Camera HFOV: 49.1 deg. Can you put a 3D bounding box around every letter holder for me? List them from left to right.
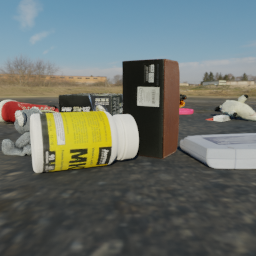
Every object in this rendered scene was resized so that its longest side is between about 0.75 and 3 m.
[{"bbox_3d":[0.736,-0.525,7.007,1.111,2.208,1.570,5,10,32],"label":"letter holder"}]

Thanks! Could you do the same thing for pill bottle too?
[{"bbox_3d":[-0.875,0.233,5.590,1.990,1.137,1.137,-4,9,-21],"label":"pill bottle"}]

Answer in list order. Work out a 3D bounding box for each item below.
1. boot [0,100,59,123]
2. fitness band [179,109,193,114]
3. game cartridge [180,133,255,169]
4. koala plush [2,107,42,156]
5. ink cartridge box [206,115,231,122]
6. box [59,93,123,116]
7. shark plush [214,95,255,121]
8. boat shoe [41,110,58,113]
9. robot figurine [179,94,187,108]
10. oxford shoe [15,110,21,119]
[{"bbox_3d":[-4.354,-0.727,12.677,2.042,1.025,2.831,3,6,12],"label":"boot"},{"bbox_3d":[3.202,-0.993,16.785,1.397,0.261,1.003,-1,9,1],"label":"fitness band"},{"bbox_3d":[2.657,0.477,6.305,2.531,0.517,1.685,-2,5,-11],"label":"game cartridge"},{"bbox_3d":[-2.417,0.055,6.847,1.021,1.111,0.986,3,9,17],"label":"koala plush"},{"bbox_3d":[4.358,-0.490,13.505,0.890,0.223,1.025,10,13,40],"label":"ink cartridge box"},{"bbox_3d":[-1.513,-0.964,13.120,2.393,1.259,2.923,2,9,12],"label":"box"},{"bbox_3d":[5.146,-0.730,13.927,1.092,1.191,2.622,37,-20,-20],"label":"shark plush"},{"bbox_3d":[-2.798,-0.284,10.479,2.020,0.722,0.664,4,3,-4],"label":"boat shoe"},{"bbox_3d":[2.345,-1.465,17.092,2.818,0.820,2.043,-8,-9,-43],"label":"robot figurine"},{"bbox_3d":[-3.663,-0.444,11.500,1.981,0.722,0.706,0,9,-2],"label":"oxford shoe"}]
